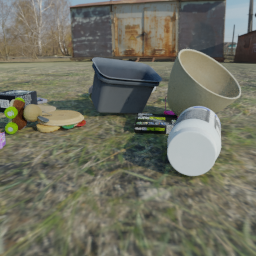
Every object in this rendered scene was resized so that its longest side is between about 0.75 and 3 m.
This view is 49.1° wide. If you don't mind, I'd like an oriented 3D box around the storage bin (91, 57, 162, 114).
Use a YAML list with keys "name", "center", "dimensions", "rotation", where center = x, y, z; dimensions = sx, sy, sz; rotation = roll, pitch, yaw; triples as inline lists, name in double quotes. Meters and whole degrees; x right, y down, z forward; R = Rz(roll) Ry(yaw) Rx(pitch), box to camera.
- name: "storage bin"
  center: [-0.335, -1.832, 12.557]
  dimensions: [2.908, 1.953, 2.116]
  rotation: [1, 37, -27]

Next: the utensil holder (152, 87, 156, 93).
- name: "utensil holder"
  center: [1.443, -2.751, 18.565]
  dimensions: [0.820, 0.820, 0.965]
  rotation: [2, 20, 8]

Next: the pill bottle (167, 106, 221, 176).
- name: "pill bottle"
  center: [1.822, 0.289, 7.617]
  dimensions: [1.359, 1.359, 2.389]
  rotation: [5, 17, 17]

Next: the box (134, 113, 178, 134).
- name: "box"
  center: [1.112, -0.191, 10.835]
  dimensions: [1.673, 0.397, 1.615]
  rotation: [2, 20, 7]

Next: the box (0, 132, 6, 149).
- name: "box"
  center: [-4.766, 0.459, 8.013]
  dimensions: [2.248, 0.439, 1.538]
  rotation: [-6, 4, -20]

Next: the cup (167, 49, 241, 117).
- name: "cup"
  center: [2.648, -1.429, 10.997]
  dimensions: [2.761, 1.975, 2.761]
  rotation: [18, 41, -17]

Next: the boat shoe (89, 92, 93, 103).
- name: "boat shoe"
  center: [-1.112, -1.762, 15.616]
  dimensions: [1.018, 0.878, 2.792]
  rotation: [19, 30, 24]

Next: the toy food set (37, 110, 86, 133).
- name: "toy food set"
  center: [-2.628, -0.300, 11.087]
  dimensions: [1.849, 0.454, 1.868]
  rotation: [-4, 17, -13]

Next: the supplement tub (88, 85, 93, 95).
- name: "supplement tub"
  center: [-1.626, -2.314, 16.924]
  dimensions: [0.925, 0.925, 1.730]
  rotation: [10, 20, 29]

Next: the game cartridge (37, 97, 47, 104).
- name: "game cartridge"
  center: [-5.236, -1.449, 15.265]
  dimensions: [0.903, 0.267, 1.393]
  rotation: [10, 19, 42]

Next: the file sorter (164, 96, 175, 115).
- name: "file sorter"
  center: [2.498, -1.040, 12.779]
  dimensions: [1.411, 0.885, 0.981]
  rotation: [-6, 18, -20]

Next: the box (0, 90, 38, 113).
- name: "box"
  center: [-5.457, -1.290, 13.573]
  dimensions: [1.500, 0.929, 1.474]
  rotation: [6, 16, 19]

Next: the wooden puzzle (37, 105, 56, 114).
- name: "wooden puzzle"
  center: [-4.229, -0.723, 12.904]
  dimensions: [1.298, 0.261, 1.403]
  rotation: [6, 23, 18]

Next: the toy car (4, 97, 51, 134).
- name: "toy car"
  center: [-3.654, -0.428, 10.494]
  dimensions: [1.508, 1.190, 1.239]
  rotation: [6, 25, -7]
